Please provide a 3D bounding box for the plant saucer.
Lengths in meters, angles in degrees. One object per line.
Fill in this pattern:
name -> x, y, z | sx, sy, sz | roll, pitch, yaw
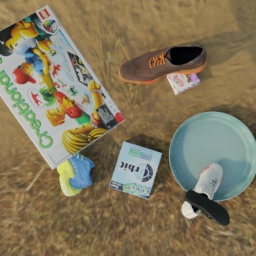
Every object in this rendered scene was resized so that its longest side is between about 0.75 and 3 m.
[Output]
plant saucer -> 2.575, 0.852, 8.558 | 2.684, 0.368, 2.684 | 0, 86, 1

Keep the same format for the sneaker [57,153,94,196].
sneaker -> -1.663, 0.906, 8.429 | 1.110, 0.800, 2.113 | -16, 93, -13

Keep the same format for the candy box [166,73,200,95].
candy box -> 1.726, -1.532, 8.772 | 0.814, 0.291, 0.683 | -27, 86, -2

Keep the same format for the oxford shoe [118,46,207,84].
oxford shoe -> 0.952, -1.998, 8.324 | 2.709, 0.983, 0.964 | -11, 80, 12

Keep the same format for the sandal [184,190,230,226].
sandal -> 1.481, 1.493, 5.248 | 0.917, 0.219, 0.345 | 34, 58, 21

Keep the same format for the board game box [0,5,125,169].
board game box -> -1.499, -0.781, 5.435 | 1.695, 0.465, 2.685 | -35, 93, -13

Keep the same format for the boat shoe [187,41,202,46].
boat shoe -> 1.963, -2.476, 8.868 | 0.794, 0.300, 0.293 | -34, 79, -9

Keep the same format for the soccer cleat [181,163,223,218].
soccer cleat -> 2.234, 1.775, 8.033 | 0.657, 0.816, 1.915 | 42, 71, 4

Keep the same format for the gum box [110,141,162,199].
gum box -> 0.234, 1.272, 8.541 | 1.232, 0.323, 1.450 | 18, 86, 1
